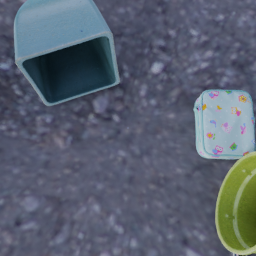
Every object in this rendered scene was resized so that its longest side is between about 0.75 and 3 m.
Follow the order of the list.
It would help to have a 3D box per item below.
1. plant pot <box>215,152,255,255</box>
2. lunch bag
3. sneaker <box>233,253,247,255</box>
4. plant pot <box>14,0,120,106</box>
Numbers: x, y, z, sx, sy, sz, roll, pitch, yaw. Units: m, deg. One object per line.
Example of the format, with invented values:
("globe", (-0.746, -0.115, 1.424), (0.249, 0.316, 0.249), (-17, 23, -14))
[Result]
("plant pot", (3.626, 2.004, 6.473), (2.166, 2.356, 2.356), (21, 78, -7))
("lunch bag", (2.542, -0.116, 7.560), (1.519, 0.730, 1.894), (0, 77, 3))
("sneaker", (2.875, 3.452, 6.940), (0.339, 0.396, 0.966), (-16, 78, -4))
("plant pot", (-1.658, -2.293, 7.412), (2.198, 2.192, 2.239), (-18, 67, -4))
